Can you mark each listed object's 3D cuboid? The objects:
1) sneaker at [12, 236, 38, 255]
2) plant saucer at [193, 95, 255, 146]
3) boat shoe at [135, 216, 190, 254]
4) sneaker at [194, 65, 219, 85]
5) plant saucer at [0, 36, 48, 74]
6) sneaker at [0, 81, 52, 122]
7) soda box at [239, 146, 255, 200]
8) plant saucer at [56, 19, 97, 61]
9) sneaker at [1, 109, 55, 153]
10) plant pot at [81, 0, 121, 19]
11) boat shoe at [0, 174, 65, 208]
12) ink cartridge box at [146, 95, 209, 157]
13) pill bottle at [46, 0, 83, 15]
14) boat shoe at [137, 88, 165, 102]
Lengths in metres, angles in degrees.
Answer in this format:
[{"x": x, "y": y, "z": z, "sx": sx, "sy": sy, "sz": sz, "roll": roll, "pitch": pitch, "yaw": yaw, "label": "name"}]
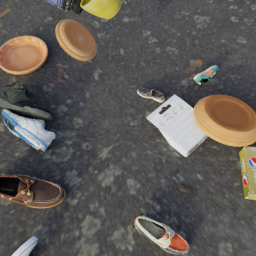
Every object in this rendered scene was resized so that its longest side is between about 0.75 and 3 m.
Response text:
[{"x": -3.484, "y": 4.375, "z": 8.841, "sx": 0.692, "sy": 0.714, "sz": 1.955, "roll": 39, "pitch": 73, "yaw": 4, "label": "sneaker"}, {"x": 4.001, "y": -0.457, "z": 11.158, "sx": 2.733, "sy": 0.511, "sz": 2.733, "roll": 5, "pitch": 46, "yaw": -6, "label": "plant saucer"}, {"x": 1.127, "y": 3.523, "z": 9.275, "sx": 1.997, "sy": 0.625, "sz": 0.711, "roll": 27, "pitch": 62, "yaw": 13, "label": "boat shoe"}, {"x": 3.641, "y": -2.356, "z": 12.709, "sx": 1.324, "sy": 0.473, "sz": 0.529, "roll": -29, "pitch": 72, "yaw": -12, "label": "sneaker"}, {"x": -4.949, "y": -3.403, "z": 13.280, "sx": 2.345, "sy": 0.439, "sz": 2.345, "roll": 0, "pitch": 61, "yaw": 1, "label": "plant saucer"}, {"x": -4.234, "y": -1.162, "z": 11.690, "sx": 2.609, "sy": 0.997, "sz": 1.494, "roll": 15, "pitch": 67, "yaw": 13, "label": "sneaker"}, {"x": 4.588, "y": 1.638, "z": 10.324, "sx": 0.598, "sy": 0.633, "sz": 1.868, "roll": 5, "pitch": 61, "yaw": 3, "label": "soda box"}, {"x": -2.011, "y": -3.580, "z": 11.261, "sx": 1.867, "sy": 0.301, "sz": 1.867, "roll": 25, "pitch": 51, "yaw": -34, "label": "plant saucer"}, {"x": -3.960, "y": -0.058, "z": 11.233, "sx": 2.485, "sy": 0.931, "sz": 1.077, "roll": 36, "pitch": 60, "yaw": 10, "label": "sneaker"}, {"x": -0.776, "y": -4.248, "z": 9.354, "sx": 1.347, "sy": 0.956, "sz": 1.347, "roll": -30, "pitch": 41, "yaw": 31, "label": "plant pot"}, {"x": -3.684, "y": 2.180, "z": 9.828, "sx": 2.846, "sy": 1.001, "sz": 1.002, "roll": 3, "pitch": 60, "yaw": 1, "label": "boat shoe"}, {"x": 2.150, "y": -0.141, "z": 11.455, "sx": 1.806, "sy": 0.634, "sz": 2.222, "roll": -39, "pitch": 59, "yaw": -19, "label": "ink cartridge box"}, {"x": -2.355, "y": -4.744, "z": 9.838, "sx": 1.724, "sy": 0.964, "sz": 0.964, "roll": 26, "pitch": 62, "yaw": -9, "label": "pill bottle"}, {"x": 1.021, "y": -1.523, "z": 12.228, "sx": 1.285, "sy": 0.417, "sz": 0.462, "roll": 24, "pitch": 63, "yaw": 13, "label": "boat shoe"}]
